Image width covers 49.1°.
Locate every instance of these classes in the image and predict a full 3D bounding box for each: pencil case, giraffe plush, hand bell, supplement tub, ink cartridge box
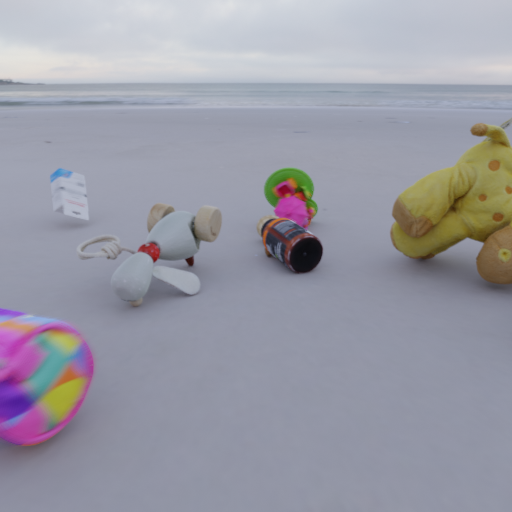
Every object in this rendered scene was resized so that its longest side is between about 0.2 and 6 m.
[{"bbox_3d":[-2.631,0.858,4.946,2.464,1.089,1.089,8,20,28],"label":"pencil case"},{"bbox_3d":[3.447,-0.450,7.956,2.034,2.509,2.165,51,21,25],"label":"giraffe plush"},{"bbox_3d":[0.231,-0.249,9.551,0.511,0.511,0.982,1,31,3],"label":"hand bell"},{"bbox_3d":[0.505,-0.220,8.799,0.642,0.642,1.200,-8,25,-23],"label":"supplement tub"},{"bbox_3d":[-3.656,-1.137,10.978,0.346,1.020,0.592,-27,-25,32],"label":"ink cartridge box"}]

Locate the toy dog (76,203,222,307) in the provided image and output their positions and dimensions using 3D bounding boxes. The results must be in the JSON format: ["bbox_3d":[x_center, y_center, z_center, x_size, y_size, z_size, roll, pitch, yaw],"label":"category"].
[{"bbox_3d":[-1.314,0.069,7.975,1.434,1.047,2.174,21,41,35],"label":"toy dog"}]

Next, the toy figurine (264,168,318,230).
[{"bbox_3d":[0.724,-0.843,10.554,0.974,1.298,1.194,-29,31,21],"label":"toy figurine"}]
